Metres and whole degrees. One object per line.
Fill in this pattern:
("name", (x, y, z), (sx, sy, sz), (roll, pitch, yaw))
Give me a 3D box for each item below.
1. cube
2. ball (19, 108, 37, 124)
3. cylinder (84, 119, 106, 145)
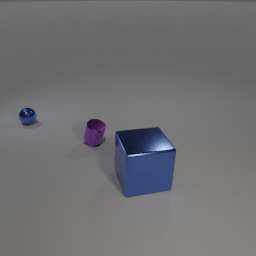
("cube", (0.443, 0.940, 8.183), (1.400, 1.400, 1.400), (-6, 28, -13))
("ball", (-4.188, -0.504, 11.696), (0.700, 0.700, 0.700), (0, 28, 0))
("cylinder", (-1.203, 0.148, 10.100), (0.700, 0.700, 0.700), (12, 38, -9))
